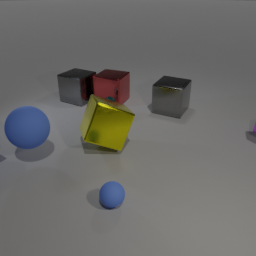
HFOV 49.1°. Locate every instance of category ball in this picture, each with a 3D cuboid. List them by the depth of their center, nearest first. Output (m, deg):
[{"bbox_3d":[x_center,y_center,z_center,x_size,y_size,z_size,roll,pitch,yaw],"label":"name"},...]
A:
[{"bbox_3d":[-0.429,1.794,7.579,0.700,0.700,0.700,0,28,0],"label":"ball"},{"bbox_3d":[-3.246,-0.013,9.074,1.400,1.400,1.400,0,28,0],"label":"ball"}]

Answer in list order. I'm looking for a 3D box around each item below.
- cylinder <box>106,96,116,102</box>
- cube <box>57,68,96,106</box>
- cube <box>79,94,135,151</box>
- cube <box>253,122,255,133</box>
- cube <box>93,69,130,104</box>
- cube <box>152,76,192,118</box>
[{"bbox_3d":[-0.949,-0.954,12.436,0.700,0.700,0.700,-25,13,34],"label":"cylinder"},{"bbox_3d":[-2.509,-2.082,14.081,1.400,1.400,1.400,15,32,26],"label":"cube"},{"bbox_3d":[-0.787,-0.216,9.975,1.400,1.400,1.400,17,13,-21],"label":"cube"},{"bbox_3d":[5.200,-0.050,10.322,0.700,0.700,0.700,27,-14,-18],"label":"cube"},{"bbox_3d":[-0.800,-2.023,13.972,1.400,1.400,1.400,11,30,19],"label":"cube"},{"bbox_3d":[2.004,-1.460,12.890,1.400,1.400,1.400,14,33,24],"label":"cube"}]
